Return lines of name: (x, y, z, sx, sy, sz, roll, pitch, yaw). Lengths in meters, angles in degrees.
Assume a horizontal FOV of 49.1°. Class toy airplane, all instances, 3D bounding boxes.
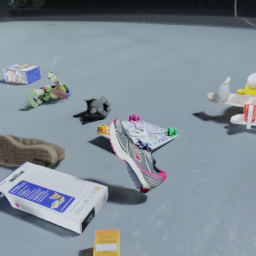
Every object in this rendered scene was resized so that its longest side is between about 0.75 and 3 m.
toy airplane: (4.488, -1.098, 10.129, 2.420, 1.708, 2.410, -13, 28, -17)

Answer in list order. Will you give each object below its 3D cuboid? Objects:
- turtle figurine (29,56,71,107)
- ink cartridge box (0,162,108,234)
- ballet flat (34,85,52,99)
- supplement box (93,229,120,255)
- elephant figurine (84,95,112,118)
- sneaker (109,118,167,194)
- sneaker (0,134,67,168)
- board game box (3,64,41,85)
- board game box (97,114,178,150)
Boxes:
turtle figurine: (-3.480, -1.772, 11.874, 1.300, 1.806, 1.752, -12, 19, 45)
ink cartridge box: (-1.786, 1.504, 6.467, 2.434, 0.451, 1.152, 14, 32, 21)
ballet flat: (-3.804, -1.673, 12.656, 0.398, 0.416, 1.182, 14, 31, 26)
supplement box: (-0.370, 2.414, 4.714, 0.493, 0.477, 1.434, -2, 27, -3)
elephant figurine: (-1.314, -0.811, 10.754, 1.274, 0.988, 0.901, 11, 72, 41)
sneaker: (0.193, 0.564, 6.604, 0.704, 1.886, 0.760, -32, 0, 15)
sneaker: (-2.878, 0.671, 7.994, 2.370, 0.835, 0.895, 12, 8, 20)
board game box: (-5.483, -2.817, 14.559, 1.416, 0.686, 1.129, 10, 29, 19)
board game box: (0.324, 0.091, 9.034, 1.949, 0.252, 1.949, 21, 28, 35)
